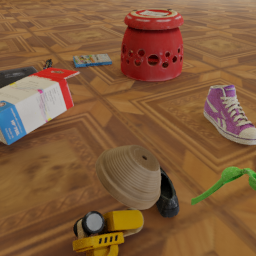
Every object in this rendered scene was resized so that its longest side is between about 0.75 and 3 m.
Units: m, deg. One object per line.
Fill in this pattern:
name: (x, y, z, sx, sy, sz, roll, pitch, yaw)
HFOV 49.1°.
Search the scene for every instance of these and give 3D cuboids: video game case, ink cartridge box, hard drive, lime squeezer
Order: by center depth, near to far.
lime squeezer: (1.973, 1.022, 4.649, 2.112, 0.398, 0.746, -4, 67, 43)
ink cartridge box: (-2.862, -0.811, 8.309, 1.674, 0.969, 2.882, 16, 40, 38)
hard drive: (-4.076, -1.563, 10.387, 1.767, 0.555, 2.620, -15, 35, -22)
video game case: (-1.723, -3.251, 13.433, 1.704, 0.152, 1.220, -8, 34, -13)

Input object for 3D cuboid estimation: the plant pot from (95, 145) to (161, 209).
plant pot: (0.133, 0.752, 5.167, 1.362, 0.629, 1.362, 29, 25, -15)

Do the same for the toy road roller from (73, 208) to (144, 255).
toy road roller: (-0.325, 1.900, 4.766, 1.226, 0.753, 0.895, 1, 63, -26)

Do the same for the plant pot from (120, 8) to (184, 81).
plant pot: (1.006, -3.579, 11.837, 2.729, 2.485, 2.729, -1, 34, 1)

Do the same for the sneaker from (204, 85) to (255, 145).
sneaker: (2.982, -0.510, 8.079, 0.813, 1.279, 2.243, -12, 36, -21)

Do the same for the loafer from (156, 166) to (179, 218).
loafer: (0.670, 1.146, 6.071, 0.573, 0.592, 1.687, -11, 33, -10)

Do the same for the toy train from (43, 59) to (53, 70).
toy train: (-3.632, -2.829, 12.689, 0.317, 0.236, 1.383, -8, 33, -6)
